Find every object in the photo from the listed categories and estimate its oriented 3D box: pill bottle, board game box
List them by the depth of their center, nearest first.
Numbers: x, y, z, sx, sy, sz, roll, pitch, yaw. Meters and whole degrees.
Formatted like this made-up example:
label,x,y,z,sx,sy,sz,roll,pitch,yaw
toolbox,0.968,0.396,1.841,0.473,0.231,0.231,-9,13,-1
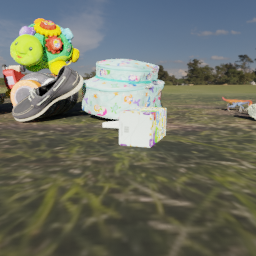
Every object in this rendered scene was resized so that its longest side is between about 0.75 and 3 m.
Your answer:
label,x,y,z,sx,sy,sz,roll,pitch,yaw
board game box,0.338,-0.063,5.729,0.643,0.655,1.248,4,10,19
pill bottle,-2.978,-1.198,10.170,1.584,1.584,2.982,1,9,8

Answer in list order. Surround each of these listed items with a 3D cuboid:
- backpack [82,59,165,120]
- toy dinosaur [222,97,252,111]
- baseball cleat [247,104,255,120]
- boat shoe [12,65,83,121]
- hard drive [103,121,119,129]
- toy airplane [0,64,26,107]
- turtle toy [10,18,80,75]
label,x,y,z,sx,sy,sz,roll,pitch,yaw
backpack,-0.229,-1.241,9.185,2.287,1.939,2.576,17,30,35
toy dinosaur,4.790,-1.066,12.134,0.984,1.084,0.569,-31,9,30
baseball cleat,4.574,-0.387,8.675,0.854,0.560,1.605,1,16,-36
boat shoe,-2.472,-1.023,8.027,2.410,0.875,0.756,-27,-37,12
hard drive,0.060,-0.091,7.261,0.833,0.166,1.263,-8,8,-44
toy airplane,-4.764,-1.475,12.529,2.577,1.818,2.566,-28,-32,37
turtle toy,-2.999,-2.876,9.838,2.119,1.470,2.907,21,41,3
